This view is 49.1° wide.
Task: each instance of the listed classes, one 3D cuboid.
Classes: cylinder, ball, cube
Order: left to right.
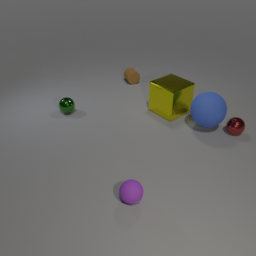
[{"bbox_3d":[-2.684,-1.001,12.301,0.700,0.700,0.700,0,33,0],"label":"ball"},{"bbox_3d":[0.097,1.828,8.053,0.700,0.700,0.700,0,33,0],"label":"ball"},{"bbox_3d":[0.208,-2.809,15.103,0.700,0.700,0.700,-11,34,-17],"label":"cylinder"},{"bbox_3d":[1.881,-1.376,12.291,1.400,1.400,1.400,-24,40,-32],"label":"cube"},{"bbox_3d":[3.163,-0.725,11.025,1.400,1.400,1.400,0,33,0],"label":"ball"},{"bbox_3d":[4.225,-0.078,10.977,0.700,0.700,0.700,0,33,0],"label":"ball"}]
